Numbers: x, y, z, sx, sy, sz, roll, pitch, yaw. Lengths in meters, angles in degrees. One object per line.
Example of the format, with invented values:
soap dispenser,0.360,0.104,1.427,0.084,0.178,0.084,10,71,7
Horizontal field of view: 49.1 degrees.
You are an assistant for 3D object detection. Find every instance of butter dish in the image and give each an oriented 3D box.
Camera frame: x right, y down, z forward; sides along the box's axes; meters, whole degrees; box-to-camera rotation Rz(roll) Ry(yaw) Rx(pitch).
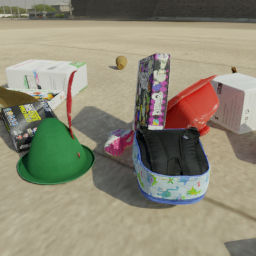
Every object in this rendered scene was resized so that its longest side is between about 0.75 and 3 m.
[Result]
butter dish,1.971,-0.419,8.673,2.020,1.497,2.025,-32,-4,-32

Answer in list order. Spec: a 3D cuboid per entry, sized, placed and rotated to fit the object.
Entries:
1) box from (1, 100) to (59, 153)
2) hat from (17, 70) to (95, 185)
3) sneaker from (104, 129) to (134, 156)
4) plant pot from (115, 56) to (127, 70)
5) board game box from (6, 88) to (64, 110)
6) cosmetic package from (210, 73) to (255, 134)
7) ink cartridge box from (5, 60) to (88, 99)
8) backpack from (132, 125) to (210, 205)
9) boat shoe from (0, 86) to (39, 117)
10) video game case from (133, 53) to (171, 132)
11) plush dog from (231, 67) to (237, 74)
box,-2.937,-0.123,8.665,1.473,0.407,1.838,-15,44,-29
hat,-1.914,-0.092,7.083,1.980,2.104,2.390,-10,26,-20
sneaker,-0.353,0.389,8.009,0.599,0.552,1.357,9,18,24
plant pot,-0.427,-3.988,17.469,0.764,0.764,0.820,1,38,1
board game box,-4.181,-1.115,11.288,2.747,0.475,1.734,3,24,7
cosmetic package,3.770,-0.907,9.604,1.500,1.498,1.818,-12,26,-23
ink cartridge box,-3.674,-2.308,12.968,2.992,1.256,2.167,6,25,13
backpack,0.895,0.863,5.957,1.593,1.279,1.740,1,27,-3
boat shoe,-4.214,-0.788,9.994,2.842,0.921,1.040,24,47,7
video game case,0.578,-0.825,7.790,0.443,2.245,2.476,3,9,-8
plush dog,4.119,-1.770,12.123,1.440,1.345,1.676,-18,16,24
